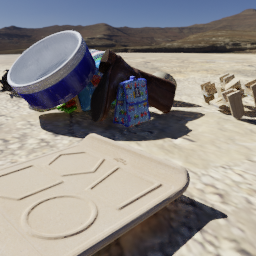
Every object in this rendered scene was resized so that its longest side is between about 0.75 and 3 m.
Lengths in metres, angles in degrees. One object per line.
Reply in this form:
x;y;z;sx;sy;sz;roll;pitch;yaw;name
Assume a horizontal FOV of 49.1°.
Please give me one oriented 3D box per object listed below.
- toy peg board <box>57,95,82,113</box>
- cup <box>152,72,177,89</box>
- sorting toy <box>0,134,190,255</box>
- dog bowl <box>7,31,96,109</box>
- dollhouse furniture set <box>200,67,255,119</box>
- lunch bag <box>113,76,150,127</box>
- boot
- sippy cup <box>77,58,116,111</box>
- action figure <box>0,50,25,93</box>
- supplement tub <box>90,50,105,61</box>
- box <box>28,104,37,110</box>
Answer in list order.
-2.189;-0.981;9.806;0.936;0.932;0.458;15;39;40;toy peg board
1.290;-1.536;11.302;1.197;1.197;0.856;7;45;22;cup
-0.900;1.009;4.375;2.682;0.529;2.898;17;29;42;sorting toy
-2.485;-1.949;9.276;2.750;1.083;2.750;-15;45;16;dog bowl
4.255;-1.096;10.034;2.457;1.599;2.257;-23;20;-2;dollhouse furniture set
0.129;-0.867;8.497;0.667;1.418;1.067;16;24;40;lunch bag
0.377;-0.927;9.101;2.980;2.777;0.957;24;-32;-27;boot
-1.215;-1.505;10.263;2.344;1.840;1.717;-15;13;47;sippy cup
-4.990;-2.377;13.038;1.297;2.542;1.511;42;1;10;action figure
-1.438;-2.588;12.920;1.944;1.944;2.770;-7;19;-20;supplement tub
-3.234;-0.933;10.435;0.419;0.343;0.882;15;23;38;box
